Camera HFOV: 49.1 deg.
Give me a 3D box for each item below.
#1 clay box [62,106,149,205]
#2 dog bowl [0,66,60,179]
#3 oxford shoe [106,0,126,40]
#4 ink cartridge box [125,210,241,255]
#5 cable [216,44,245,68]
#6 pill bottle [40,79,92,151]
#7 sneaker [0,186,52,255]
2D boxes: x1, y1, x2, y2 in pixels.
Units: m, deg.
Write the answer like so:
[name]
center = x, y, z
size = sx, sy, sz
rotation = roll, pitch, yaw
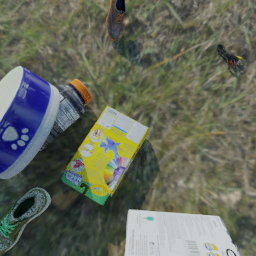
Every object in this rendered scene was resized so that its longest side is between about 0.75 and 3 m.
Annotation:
[clay box]
center = -0.544, 0.676, 7.013
size = 1.266, 0.524, 2.203
rotation = 29, 74, 10
[dog bowl]
center = -2.643, -0.141, 6.281
size = 0.949, 2.409, 2.409
rotation = 34, 69, -35
[oxford shoe]
center = -0.332, -3.229, 8.131
size = 0.476, 0.487, 1.336
rotation = -4, 113, -23
[ink cartridge box]
center = 1.211, 2.583, 5.738
size = 2.550, 1.740, 0.973
rotation = 2, 103, 2
[cable]
center = 2.935, -2.092, 8.260
size = 0.459, 0.238, 0.945
rotation = -45, 65, -6
[pill bottle]
center = -1.843, -0.410, 7.208
size = 1.938, 1.030, 1.030
rotation = -43, 76, -14
[sneaker]
center = -2.663, 2.108, 6.441
size = 0.743, 0.856, 1.931
rotation = 38, 75, 10
